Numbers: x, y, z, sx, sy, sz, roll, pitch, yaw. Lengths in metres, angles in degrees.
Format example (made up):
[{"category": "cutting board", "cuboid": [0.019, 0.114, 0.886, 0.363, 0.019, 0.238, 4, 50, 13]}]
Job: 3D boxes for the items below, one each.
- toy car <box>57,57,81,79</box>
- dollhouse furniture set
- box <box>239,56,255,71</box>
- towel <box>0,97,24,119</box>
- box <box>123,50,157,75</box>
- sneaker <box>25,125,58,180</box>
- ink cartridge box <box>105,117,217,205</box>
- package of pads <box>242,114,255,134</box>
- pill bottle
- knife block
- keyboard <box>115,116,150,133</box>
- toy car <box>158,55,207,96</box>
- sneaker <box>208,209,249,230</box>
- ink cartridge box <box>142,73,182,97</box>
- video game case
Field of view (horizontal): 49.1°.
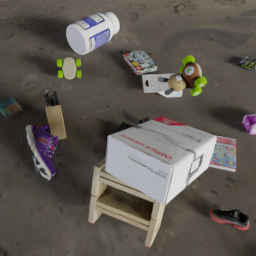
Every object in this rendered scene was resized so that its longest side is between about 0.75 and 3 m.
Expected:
[{"category": "toy car", "cuboid": [-2.929, -3.058, 14.170, 1.111, 1.067, 1.352, -2, 16, -7]}, {"category": "dollhouse furniture set", "cuboid": [0.386, 1.772, 8.834, 2.000, 1.988, 2.837, 17, 24, 17]}, {"category": "box", "cuboid": [6.456, -3.398, 14.785, 0.881, 0.217, 0.912, 32, 53, 25]}, {"category": "towel", "cuboid": [-5.226, -0.907, 12.387, 0.841, 0.124, 1.147, -32, 54, -27]}, {"category": "box", "cuboid": [0.624, -3.477, 14.767, 1.164, 0.339, 1.700, -19, 48, -18]}, {"category": "sneaker", "cuboid": [-3.016, 0.698, 10.204, 1.099, 1.062, 2.635, -13, 46, -20]}, {"category": "ink cartridge box", "cuboid": [0.925, 0.686, 7.560, 1.912, 1.097, 2.632, 24, 27, 31]}, {"category": "package of pads", "cuboid": [5.482, -0.195, 11.408, 1.361, 0.515, 0.820, -4, 43, -4]}, {"category": "pill bottle", "cuboid": [-1.876, -5.432, 15.745, 1.688, 1.688, 2.821, 32, 53, 28]}, {"category": "knife block", "cuboid": [-2.923, -0.587, 11.080, 0.557, 1.530, 1.742, -12, 47, -10]}, {"category": "keyboard", "cuboid": [0.938, 0.470, 10.918, 2.957, 0.305, 1.879, 24, 56, 20]}, {"category": "toy car", "cuboid": [1.973, -1.848, 10.778, 1.547, 1.221, 1.271, -18, 69, -10]}, {"category": "sneaker", "cuboid": [3.086, 2.675, 8.517, 1.249, 0.610, 0.442, 14, 50, 16]}, {"category": "ink cartridge box", "cuboid": [1.588, -2.019, 13.323, 1.763, 0.442, 1.419, -4, 46, 2]}, {"category": "video game case", "cuboid": [3.506, 0.905, 10.591, 1.092, 0.133, 1.527, 11, 47, 11]}]
